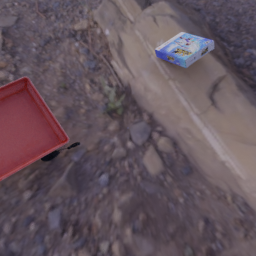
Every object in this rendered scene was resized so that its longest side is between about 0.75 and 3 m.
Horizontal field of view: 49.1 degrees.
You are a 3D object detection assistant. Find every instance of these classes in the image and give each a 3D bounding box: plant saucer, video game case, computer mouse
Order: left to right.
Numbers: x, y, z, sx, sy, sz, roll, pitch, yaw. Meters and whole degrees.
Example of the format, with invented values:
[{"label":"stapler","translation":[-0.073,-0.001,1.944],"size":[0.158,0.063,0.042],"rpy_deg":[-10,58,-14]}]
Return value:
[{"label":"plant saucer","translation":[-2.971,0.065,6.945],"size":[2.246,0.413,2.250],"rpy_deg":[-31,74,-21]},{"label":"computer mouse","translation":[-1.705,0.619,7.168],"size":[1.059,0.310,0.180],"rpy_deg":[-22,100,-15]},{"label":"video game case","translation":[1.718,-2.436,8.612],"size":[1.216,0.305,1.342],"rpy_deg":[-37,44,-18]}]
